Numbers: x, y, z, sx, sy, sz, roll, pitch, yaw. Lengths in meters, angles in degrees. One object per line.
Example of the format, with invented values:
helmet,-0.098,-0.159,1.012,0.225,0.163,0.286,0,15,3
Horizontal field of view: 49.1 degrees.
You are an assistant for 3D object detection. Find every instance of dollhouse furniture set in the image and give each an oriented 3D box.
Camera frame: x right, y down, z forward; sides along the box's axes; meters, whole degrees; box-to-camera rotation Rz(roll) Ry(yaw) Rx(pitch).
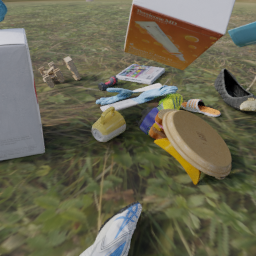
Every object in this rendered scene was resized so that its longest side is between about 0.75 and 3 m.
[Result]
dollhouse furniture set,-2.913,-2.279,12.070,1.445,0.940,1.327,-32,37,-10

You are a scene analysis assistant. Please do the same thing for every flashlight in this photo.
flashlight,-0.833,-1.860,11.538,0.342,0.343,1.009,21,35,32

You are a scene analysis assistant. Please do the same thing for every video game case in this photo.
video game case,0.604,-2.470,12.742,1.658,0.209,1.819,13,33,21

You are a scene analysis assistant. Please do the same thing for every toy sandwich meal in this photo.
toy sandwich meal,1.524,0.412,6.925,2.282,0.782,2.282,25,35,-19

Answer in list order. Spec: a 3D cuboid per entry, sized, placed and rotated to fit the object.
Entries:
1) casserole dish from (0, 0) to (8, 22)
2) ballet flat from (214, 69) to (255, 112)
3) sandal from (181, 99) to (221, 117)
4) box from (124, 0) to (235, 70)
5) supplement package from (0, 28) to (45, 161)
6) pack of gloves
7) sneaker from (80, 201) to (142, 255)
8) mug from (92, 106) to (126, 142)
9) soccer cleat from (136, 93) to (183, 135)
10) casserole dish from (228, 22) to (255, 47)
casserole dish,-4.165,-3.209,6.877,1.434,2.368,0.459,-7,67,27
ballet flat,3.880,-1.362,10.182,0.952,0.814,2.864,-4,30,-8
sandal,2.498,-0.770,9.569,1.396,0.400,0.535,18,35,29
box,0.974,-2.443,6.163,1.735,1.360,2.789,17,-3,-3
supplement package,-3.255,-0.848,7.167,1.747,2.918,1.769,-9,32,-16
pack of gloves,0.219,-1.254,9.558,2.669,0.527,2.242,-18,16,-13
sneaker,-0.198,1.927,4.778,0.681,0.675,1.878,48,33,3
mug,-0.633,-0.090,7.928,0.779,0.972,0.798,3,33,45
soccer cleat,1.204,-0.374,8.736,1.047,0.809,2.502,39,38,12
casserole dish,3.665,-2.384,6.645,1.626,0.521,2.684,-16,10,-20
